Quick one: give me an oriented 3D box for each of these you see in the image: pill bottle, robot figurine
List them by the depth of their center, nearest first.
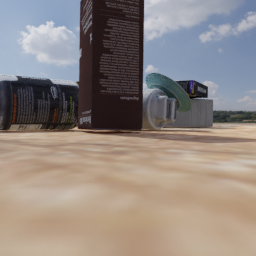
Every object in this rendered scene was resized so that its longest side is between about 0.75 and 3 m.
[{"bbox_3d":[-2.225,-0.535,6.119,2.238,1.189,1.189,-1,1,-37],"label":"pill bottle"},{"bbox_3d":[0.325,-0.434,6.589,1.653,0.933,1.402,3,-4,39],"label":"robot figurine"}]

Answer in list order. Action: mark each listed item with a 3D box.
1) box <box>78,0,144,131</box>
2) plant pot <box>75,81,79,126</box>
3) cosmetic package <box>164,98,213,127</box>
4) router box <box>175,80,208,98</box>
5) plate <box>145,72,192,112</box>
[{"bbox_3d":[-0.368,-1.271,5.271,0.998,2.663,1.333,-1,-1,-20],"label":"box"},{"bbox_3d":[-1.313,-0.700,10.540,1.653,1.653,1.765,1,-12,37],"label":"plant pot"},{"bbox_3d":[1.605,-0.542,9.752,2.378,1.072,1.270,-2,6,-6],"label":"cosmetic package"},{"bbox_3d":[1.862,-1.284,9.545,1.315,0.437,1.673,2,1,30],"label":"router box"},{"bbox_3d":[0.907,-0.785,6.650,1.315,0.168,1.315,36,-15,11],"label":"plate"}]
